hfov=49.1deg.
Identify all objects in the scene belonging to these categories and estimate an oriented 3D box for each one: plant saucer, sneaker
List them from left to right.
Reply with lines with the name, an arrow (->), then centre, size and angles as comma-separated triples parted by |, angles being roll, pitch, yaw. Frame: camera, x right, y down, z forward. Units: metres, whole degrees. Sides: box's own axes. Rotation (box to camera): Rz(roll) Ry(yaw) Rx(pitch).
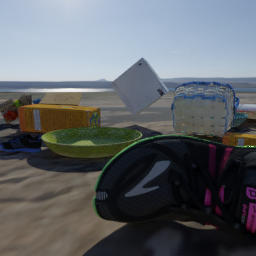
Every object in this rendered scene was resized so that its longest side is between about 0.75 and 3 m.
sneaker -> -2.585, 0.335, 6.713 | 1.085, 0.423, 0.380 | 1, 10, 6
plant saucer -> -0.864, 0.331, 6.912 | 2.427, 0.377, 2.427 | 0, 10, 0
plant saucer -> 3.354, -0.329, 10.811 | 2.351, 0.423, 2.351 | 0, 10, 0
sneaker -> 0.985, 0.623, 3.068 | 2.737, 1.050, 1.147 | -3, 6, -8

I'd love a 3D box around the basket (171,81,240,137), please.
basket -> 2.296, -0.654, 8.671 | 2.053, 1.620, 2.329 | 5, 26, 23

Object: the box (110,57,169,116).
box -> 0.475, -1.571, 10.852 | 1.616, 1.607, 1.056 | -36, -1, 15

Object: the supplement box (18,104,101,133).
supplement box -> -2.242, -0.286, 9.140 | 2.648, 0.911, 0.881 | 2, 12, 22

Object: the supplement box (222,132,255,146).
supplement box -> 2.847, 0.405, 6.197 | 1.398, 0.481, 0.465 | 4, 11, 34

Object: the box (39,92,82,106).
box -> -2.626, -1.126, 11.085 | 1.448, 0.188, 1.771 | 1, 22, -4

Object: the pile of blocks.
pile of blocks -> -3.722, -0.759, 11.247 | 2.772, 1.138, 0.861 | -5, 14, -24

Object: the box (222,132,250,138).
box -> 3.072, 0.266, 7.933 | 0.624, 0.170, 0.779 | 6, 11, 31

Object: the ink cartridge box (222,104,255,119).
ink cartridge box -> 5.228, -0.788, 11.516 | 2.540, 0.637, 2.060 | 12, -2, -43
